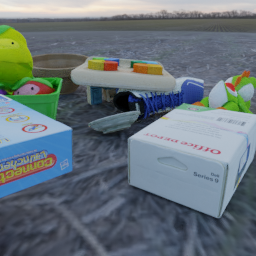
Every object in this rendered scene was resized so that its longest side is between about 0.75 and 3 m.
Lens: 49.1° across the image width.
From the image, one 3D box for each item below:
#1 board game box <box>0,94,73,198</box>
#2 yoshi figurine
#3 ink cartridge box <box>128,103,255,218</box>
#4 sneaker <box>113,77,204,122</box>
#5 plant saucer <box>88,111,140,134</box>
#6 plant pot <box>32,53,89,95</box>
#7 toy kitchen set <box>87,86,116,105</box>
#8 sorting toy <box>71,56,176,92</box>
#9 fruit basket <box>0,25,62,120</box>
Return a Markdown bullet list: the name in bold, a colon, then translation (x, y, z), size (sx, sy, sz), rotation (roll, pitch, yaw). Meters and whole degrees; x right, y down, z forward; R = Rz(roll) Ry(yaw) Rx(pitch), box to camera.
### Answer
- **board game box**: translation (-1.973, 0.190, 3.151), size (1.965, 0.549, 1.924), rotation (-17, 28, -42)
- **yoshi figurine**: translation (2.650, -0.540, 7.453), size (2.459, 1.382, 1.377), rotation (-34, -4, -32)
- **ink cartridge box**: translation (1.251, 0.372, 5.027), size (1.625, 0.979, 2.237), rotation (13, 24, 31)
- **sneaker**: translation (0.719, -0.703, 7.767), size (2.634, 1.064, 1.521), rotation (3, 29, 17)
- **plant saucer**: translation (-0.293, -0.098, 6.662), size (1.268, 0.318, 1.268), rotation (-15, -3, -1)
- **plant pot**: translation (-2.528, -1.958, 10.334), size (2.470, 1.140, 2.470), rotation (1, 27, 0)
- **toy kitchen set**: translation (-0.350, -1.201, 8.907), size (1.543, 0.909, 1.236), rotation (-15, 27, -30)
- **sorting toy**: translation (-0.107, -1.780, 8.338), size (2.719, 0.536, 2.938), rotation (4, 22, -2)
- **fruit basket**: translation (-2.894, -1.169, 6.806), size (2.665, 2.665, 1.922), rotation (-3, 23, -8)
